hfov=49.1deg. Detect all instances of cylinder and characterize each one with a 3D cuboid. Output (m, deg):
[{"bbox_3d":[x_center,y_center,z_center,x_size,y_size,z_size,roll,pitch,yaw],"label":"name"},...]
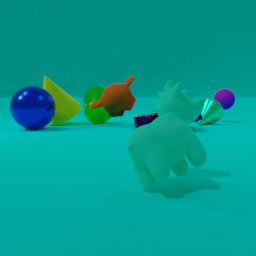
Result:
[{"bbox_3d":[-1.070,-0.822,9.947,0.984,0.984,0.984,-1,40,-11],"label":"cylinder"}]

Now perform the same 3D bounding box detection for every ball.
[{"bbox_3d":[3.623,-1.076,10.571,0.787,0.787,0.787,0,7,0],"label":"ball"},{"bbox_3d":[-2.786,-0.591,8.242,1.283,1.283,1.283,0,7,0],"label":"ball"}]

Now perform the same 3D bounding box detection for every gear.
[{"bbox_3d":[1.169,-0.299,8.353,1.978,0.366,1.978,-8,4,1],"label":"gear"}]

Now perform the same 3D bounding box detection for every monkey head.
[{"bbox_3d":[-0.407,-1.024,9.205,1.691,1.019,1.216,-35,35,4],"label":"monkey head"}]

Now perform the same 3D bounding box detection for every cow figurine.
[{"bbox_3d":[0.425,0.013,3.294,1.172,1.153,0.643,-11,-22,-34],"label":"cow figurine"}]

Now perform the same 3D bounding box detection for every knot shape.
[{"bbox_3d":[1.936,-1.078,10.854,0.727,1.472,1.573,-36,10,34],"label":"knot shape"}]

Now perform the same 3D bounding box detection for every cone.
[{"bbox_3d":[-2.508,-1.108,9.382,1.456,1.462,1.456,-9,37,7],"label":"cone"},{"bbox_3d":[2.605,-0.356,9.612,1.020,1.020,1.024,5,35,39],"label":"cone"}]
